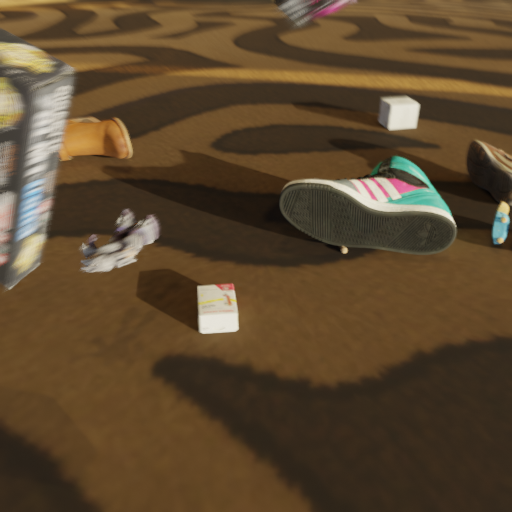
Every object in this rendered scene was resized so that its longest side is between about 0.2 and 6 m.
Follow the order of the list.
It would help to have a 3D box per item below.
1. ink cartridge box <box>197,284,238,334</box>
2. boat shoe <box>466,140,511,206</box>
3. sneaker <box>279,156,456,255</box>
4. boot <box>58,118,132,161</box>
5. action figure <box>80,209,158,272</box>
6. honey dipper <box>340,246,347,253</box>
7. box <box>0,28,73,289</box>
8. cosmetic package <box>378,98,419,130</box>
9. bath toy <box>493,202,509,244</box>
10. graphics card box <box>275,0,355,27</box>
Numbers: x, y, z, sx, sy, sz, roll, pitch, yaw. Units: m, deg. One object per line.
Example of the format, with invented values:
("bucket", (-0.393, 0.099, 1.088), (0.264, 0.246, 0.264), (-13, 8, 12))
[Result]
("ink cartridge box", (-0.555, 0.741, 7.986), (0.543, 0.312, 0.749), (-4, 32, -6))
("boat shoe", (5.104, -1.733, 11.680), (0.782, 0.825, 2.180), (-2, 40, -10))
("sneaker", (1.939, -1.084, 9.954), (2.982, 1.247, 1.800), (13, 36, -1))
("boot", (-4.186, -2.596, 12.825), (2.000, 0.988, 2.576), (-25, 40, -34))
("action figure", (-1.763, -0.166, 7.207), (0.857, 0.457, 1.316), (-1, 25, 15))
("honey dipper", (1.428, -0.350, 9.929), (0.186, 0.186, 0.982), (-4, 35, -7))
("box", (-3.082, -1.185, 5.307), (2.424, 2.443, 0.607), (27, 39, 1))
("cosmetic package", (3.856, -3.869, 15.210), (0.816, 0.672, 0.673), (-6, 32, -12))
("bath toy", (5.047, -0.346, 9.405), (2.005, 0.872, 0.741), (18, 13, 20))
("graphics card box", (1.295, -4.639, 9.486), (1.856, 0.472, 1.164), (-16, -3, 23))
